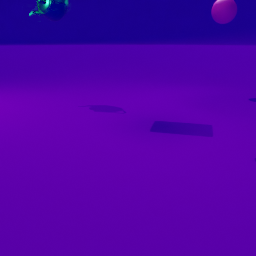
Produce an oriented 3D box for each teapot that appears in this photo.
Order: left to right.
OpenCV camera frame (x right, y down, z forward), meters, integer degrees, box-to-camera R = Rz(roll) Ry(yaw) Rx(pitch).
[{"bbox_3d":[-2.470,-3.920,8.811,1.727,1.074,0.846,-16,-4,41],"label":"teapot"}]

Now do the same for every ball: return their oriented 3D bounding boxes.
[{"bbox_3d":[3.442,-4.193,10.027,0.869,0.869,0.869,0,18,0],"label":"ball"}]
